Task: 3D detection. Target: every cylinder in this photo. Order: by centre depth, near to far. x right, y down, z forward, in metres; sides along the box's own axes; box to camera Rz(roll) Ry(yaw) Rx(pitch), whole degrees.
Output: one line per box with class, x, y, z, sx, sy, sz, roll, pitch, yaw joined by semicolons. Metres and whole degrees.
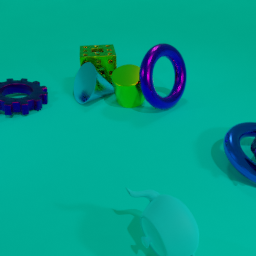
cylinder;0.036;-1.211;8.145;0.920;0.920;0.920;-4;52;5

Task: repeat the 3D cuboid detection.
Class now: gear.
gear;-3.292;-0.969;8.311;1.759;0.325;1.759;6;33;-4

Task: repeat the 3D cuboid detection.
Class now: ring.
ring;2.902;0.522;5.971;1.740;0.348;1.740;5;44;-5
ring;1.027;-1.443;7.922;1.843;1.843;0.369;-28;25;-36

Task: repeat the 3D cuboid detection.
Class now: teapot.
teapot;0.514;1.464;4.151;0.750;0.953;1.533;-23;71;-22

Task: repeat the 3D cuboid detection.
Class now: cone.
cone;-0.831;-1.269;8.726;1.252;1.248;1.248;8;23;-40

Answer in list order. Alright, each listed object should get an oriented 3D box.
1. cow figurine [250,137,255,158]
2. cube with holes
cow figurine;3.117;0.488;5.230;1.488;0.817;1.465;29;35;22
cube with holes;-0.993;-2.048;9.397;1.141;1.141;1.141;-4;34;-6
